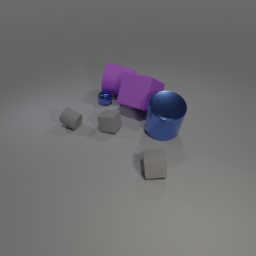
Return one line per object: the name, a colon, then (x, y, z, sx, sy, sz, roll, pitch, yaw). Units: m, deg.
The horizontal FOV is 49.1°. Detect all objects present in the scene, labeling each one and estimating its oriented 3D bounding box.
cylinder: (-2.332, -0.395, 11.487, 0.700, 0.700, 0.700, 28, 38, 8)
cube: (0.574, -1.523, 12.246, 1.400, 1.400, 1.400, 18, 5, 30)
cube: (-0.737, -0.293, 11.353, 0.700, 0.700, 0.700, 5, 31, 23)
cube: (0.858, 1.146, 9.026, 0.700, 0.700, 0.700, -5, 23, 2)
cylinder: (1.412, -0.455, 10.689, 1.400, 1.400, 1.400, 2, 56, -3)
cylinder: (-0.437, -2.323, 13.642, 1.400, 1.400, 1.400, 16, 33, 3)
ball: (-1.097, -1.443, 13.337, 0.700, 0.700, 0.700, 0, 32, 0)
